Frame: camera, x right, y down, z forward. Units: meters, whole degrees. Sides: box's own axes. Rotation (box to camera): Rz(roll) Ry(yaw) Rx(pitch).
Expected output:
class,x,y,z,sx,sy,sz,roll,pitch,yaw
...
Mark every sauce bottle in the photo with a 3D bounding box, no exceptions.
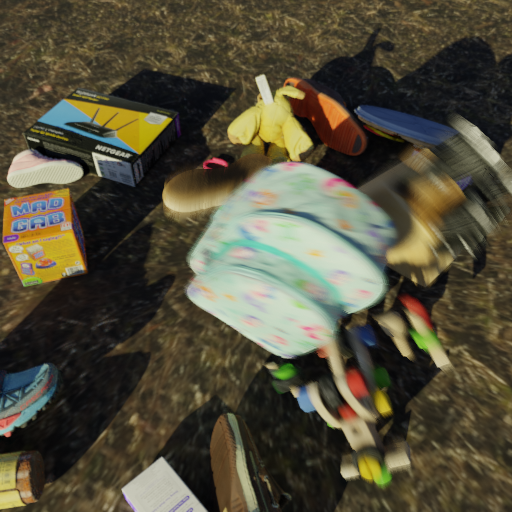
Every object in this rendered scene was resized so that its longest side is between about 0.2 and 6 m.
class,x,y,z,sx,sy,sz,roll,pitch,yaw
sauce bottle,-4.306,3.313,8.018,2.355,0.777,0.777,-5,47,-6

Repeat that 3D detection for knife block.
class,x,y,z,sx,sy,sz,roll,pitch,yaw
knife block,2.666,-1.155,10.082,1.177,3.230,3.680,-39,49,-20

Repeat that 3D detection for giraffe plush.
class,x,y,z,sx,sy,sz,roll,pitch,yaw
giraffe plush,0.341,-3.195,13.533,1.969,2.282,1.851,-3,18,3

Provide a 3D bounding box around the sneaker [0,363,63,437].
class,x,y,z,sx,sy,sz,roll,pitch,yaw
sneaker,-4.453,2.154,8.413,2.920,1.395,1.158,-21,15,-19

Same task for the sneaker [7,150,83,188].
class,x,y,z,sx,sy,sz,roll,pitch,yaw
sneaker,-4.928,-2.149,13.142,1.697,0.639,0.887,-8,53,-2

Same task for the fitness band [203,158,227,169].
class,x,y,z,sx,sy,sz,roll,pitch,yaw
fitness band,-0.983,-2.172,13.545,0.599,0.112,0.430,18,52,17

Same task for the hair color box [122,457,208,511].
class,x,y,z,sx,sy,sz,roll,pitch,yaw
hair color box,-1.206,3.638,7.948,0.738,0.438,1.351,-33,54,-28

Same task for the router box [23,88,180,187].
class,x,y,z,sx,sy,sz,roll,pitch,yaw
router box,-3.738,-3.005,13.837,3.040,0.776,2.267,17,50,15

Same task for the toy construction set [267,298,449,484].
class,x,y,z,sx,sy,sz,roll,pitch,yaw
toy construction set,1.861,2.157,8.604,2.621,2.186,2.014,-30,97,-5

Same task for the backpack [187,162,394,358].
class,x,y,z,sx,sy,sz,roll,pitch,yaw
backpack,0.537,0.082,8.889,2.714,3.057,2.301,35,51,-15

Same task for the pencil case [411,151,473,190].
class,x,y,z,sx,sy,sz,roll,pitch,yaw
pencil case,4.321,-2.085,13.086,0.625,0.637,1.490,-17,47,-35

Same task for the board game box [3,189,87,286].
class,x,y,z,sx,sy,sz,roll,pitch,yaw
board game box,-4.146,-0.372,11.082,1.255,1.254,1.254,-12,48,-11

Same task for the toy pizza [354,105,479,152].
class,x,y,z,sx,sy,sz,roll,pitch,yaw
toy pizza,3.850,-2.883,13.367,3.216,0.510,3.216,13,23,-6

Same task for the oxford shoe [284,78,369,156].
class,x,y,z,sx,sy,sz,roll,pitch,yaw
oxford shoe,1.991,-3.688,14.304,1.141,1.116,3.131,-17,52,-29

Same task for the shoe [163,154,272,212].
class,x,y,z,sx,sy,sz,roll,pitch,yaw
shoe,-0.726,-1.385,11.705,1.013,0.774,2.898,38,44,27

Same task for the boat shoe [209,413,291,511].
class,x,y,z,sx,sy,sz,roll,pitch,yaw
boat shoe,-0.020,3.473,7.922,0.964,0.962,2.606,11,42,-23
